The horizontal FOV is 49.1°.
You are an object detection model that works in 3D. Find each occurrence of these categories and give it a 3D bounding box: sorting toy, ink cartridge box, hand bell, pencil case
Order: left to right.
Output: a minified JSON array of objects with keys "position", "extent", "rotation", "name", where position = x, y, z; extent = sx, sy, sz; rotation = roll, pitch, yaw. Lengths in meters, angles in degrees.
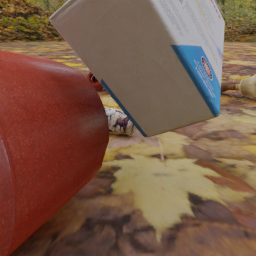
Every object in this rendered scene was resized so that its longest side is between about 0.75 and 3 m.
[{"position":[-0.470,-0.235,6.834],"extent":[1.581,0.707,0.615],"rotation":[9,21,21],"name":"pencil case"},{"position":[-0.730,-1.851,11.139],"extent":[1.851,1.112,0.760],"rotation":[18,-8,25],"name":"sorting toy"},{"position":[0.442,-1.475,3.872],"extent":[1.105,1.887,2.611],"rotation":[-19,33,35],"name":"ink cartridge box"},{"position":[3.904,-1.509,10.298],"extent":[1.102,1.102,2.117],"rotation":[-18,16,-40],"name":"hand bell"}]

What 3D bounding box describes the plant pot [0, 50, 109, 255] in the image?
[{"position":[-1.684,0.239,3.130],"extent":[2.768,2.768,2.692],"rotation":[9,14,22],"name":"plant pot"}]
